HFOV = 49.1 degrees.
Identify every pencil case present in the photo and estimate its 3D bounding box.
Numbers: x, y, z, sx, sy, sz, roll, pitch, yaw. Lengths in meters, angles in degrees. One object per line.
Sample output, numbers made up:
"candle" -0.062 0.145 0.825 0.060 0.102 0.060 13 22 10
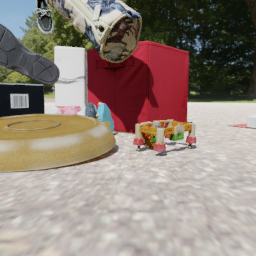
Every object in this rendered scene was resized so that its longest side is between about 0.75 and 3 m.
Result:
"pencil case" -1.027 -2.715 5.993 2.963 1.153 1.325 45 10 17

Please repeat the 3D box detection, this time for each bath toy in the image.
"bath toy" -1.299 -0.158 7.175 1.884 0.819 0.696 -1 -30 27

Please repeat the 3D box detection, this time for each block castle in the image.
"block castle" 0.668 0.170 5.056 1.080 0.507 0.722 -9 14 -42

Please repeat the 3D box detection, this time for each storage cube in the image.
"storage cube" 0.305 -1.121 8.330 2.218 2.333 2.595 5 9 38

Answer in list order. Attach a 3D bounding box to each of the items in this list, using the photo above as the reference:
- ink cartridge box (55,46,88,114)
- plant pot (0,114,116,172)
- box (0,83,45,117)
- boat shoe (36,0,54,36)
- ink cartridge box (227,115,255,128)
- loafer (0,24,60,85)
"ink cartridge box" -2.135 -1.630 10.929 1.130 2.731 2.001 1 6 -3
"plant pot" -1.667 0.098 4.981 2.910 0.400 2.910 0 11 0
"box" -5.680 -1.276 13.107 2.471 1.558 2.514 5 8 38
"boat shoe" -1.450 -1.983 4.840 0.277 0.751 0.256 -7 -11 -9
"ink cartridge box" 4.419 -0.230 9.076 1.779 0.398 1.568 -4 8 -33
"loafer" -2.982 -1.865 7.233 2.481 0.892 0.781 32 -15 -30
